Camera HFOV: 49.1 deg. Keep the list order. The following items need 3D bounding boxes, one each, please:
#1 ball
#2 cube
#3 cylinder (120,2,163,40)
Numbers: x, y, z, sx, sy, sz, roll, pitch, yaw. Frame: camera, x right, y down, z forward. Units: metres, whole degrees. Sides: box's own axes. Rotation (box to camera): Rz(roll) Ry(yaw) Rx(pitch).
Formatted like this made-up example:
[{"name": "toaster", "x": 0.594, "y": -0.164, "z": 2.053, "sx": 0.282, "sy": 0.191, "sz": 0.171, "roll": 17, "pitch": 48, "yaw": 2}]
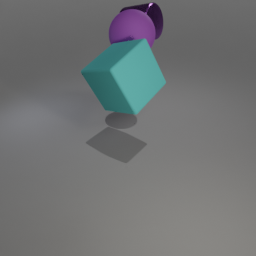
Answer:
[{"name": "ball", "x": 0.120, "y": -2.808, "z": 8.408, "sx": 1.400, "sy": 1.400, "sz": 1.400, "roll": 0, "pitch": 30, "yaw": 0}, {"name": "cube", "x": -0.108, "y": -1.375, "z": 7.575, "sx": 1.400, "sy": 1.400, "sz": 1.400, "roll": 11, "pitch": 51, "yaw": 49}, {"name": "cylinder", "x": 0.526, "y": -4.320, "z": 11.531, "sx": 1.400, "sy": 1.400, "sz": 1.400, "roll": 7, "pitch": 29, "yaw": 35}]
